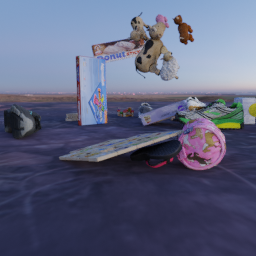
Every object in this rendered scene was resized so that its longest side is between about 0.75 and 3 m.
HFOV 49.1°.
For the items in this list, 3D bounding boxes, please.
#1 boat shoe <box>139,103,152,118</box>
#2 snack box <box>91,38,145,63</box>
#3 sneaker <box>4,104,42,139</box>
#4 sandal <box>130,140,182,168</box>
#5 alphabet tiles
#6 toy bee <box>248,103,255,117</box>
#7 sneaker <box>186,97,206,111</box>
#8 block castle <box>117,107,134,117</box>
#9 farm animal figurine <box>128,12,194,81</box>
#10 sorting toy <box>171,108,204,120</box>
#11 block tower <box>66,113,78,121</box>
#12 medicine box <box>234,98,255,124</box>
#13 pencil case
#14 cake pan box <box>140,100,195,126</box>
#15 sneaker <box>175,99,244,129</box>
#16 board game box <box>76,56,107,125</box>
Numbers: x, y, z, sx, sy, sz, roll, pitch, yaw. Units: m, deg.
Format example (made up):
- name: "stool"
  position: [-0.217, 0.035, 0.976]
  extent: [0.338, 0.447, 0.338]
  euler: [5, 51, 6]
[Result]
- name: "boat shoe"
  position: [0.881, -0.931, 14.327]
  extent: [0.789, 0.746, 2.199]
  euler: [1, 7, 8]
- name: "snack box"
  position: [-0.405, -3.594, 12.898]
  extent: [2.442, 0.878, 0.297]
  euler: [-14, 22, -10]
- name: "sneaker"
  position: [-2.843, -0.232, 7.820]
  extent: [0.944, 0.898, 2.381]
  euler: [-2, 7, -31]
- name: "sandal"
  position: [0.460, 0.440, 4.400]
  extent: [0.494, 0.297, 1.316]
  euler: [-28, 3, -24]
- name: "alphabet tiles"
  position: [-0.237, 0.299, 4.752]
  extent: [1.562, 0.071, 1.868]
  euler: [-16, 4, -32]
- name: "toy bee"
  position: [4.759, -0.634, 9.010]
  extent: [1.728, 1.435, 2.640]
  euler: [-2, 7, 1]
- name: "sneaker"
  position: [2.317, -0.849, 9.442]
  extent: [0.378, 0.438, 0.999]
  euler: [-29, -18, 36]
- name: "block castle"
  position: [-0.124, -0.866, 14.994]
  extent: [0.666, 0.468, 0.997]
  euler: [-3, 7, -24]
- name: "farm animal figurine"
  position: [0.933, -3.322, 10.801]
  extent: [2.790, 2.759, 1.455]
  euler: [18, 1, 41]
- name: "sorting toy"
  position: [3.205, -0.705, 13.150]
  extent: [2.121, 0.422, 2.870]
  euler: [-3, 13, 16]
- name: "block tower"
  position: [-2.324, -0.514, 12.609]
  extent: [0.315, 0.337, 1.167]
  euler: [3, 8, 25]
- name: "medicine box"
  position: [4.614, -0.693, 11.136]
  extent: [0.522, 1.015, 0.924]
  euler: [0, 7, 0]
- name: "pencil case"
  position: [1.251, 0.212, 4.886]
  extent: [0.738, 0.706, 1.705]
  euler: [35, 14, 9]
- name: "cake pan box"
  position: [1.587, -0.615, 10.568]
  extent: [1.812, 0.474, 1.669]
  euler: [-19, 0, 24]
- name: "sneaker"
  position: [2.707, -0.469, 9.373]
  extent: [2.329, 0.992, 0.909]
  euler: [-1, 7, -6]
- name: "board game box"
  position: [-1.371, -1.406, 10.717]
  extent: [0.246, 2.533, 1.304]
  euler: [4, 7, 45]
